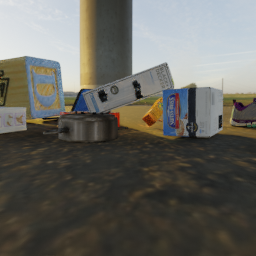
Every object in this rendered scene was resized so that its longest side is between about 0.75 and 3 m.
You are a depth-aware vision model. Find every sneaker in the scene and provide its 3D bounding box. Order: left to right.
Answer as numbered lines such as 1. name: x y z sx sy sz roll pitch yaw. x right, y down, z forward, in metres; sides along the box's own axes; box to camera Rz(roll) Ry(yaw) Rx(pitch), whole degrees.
1. sneaker: 5.183 -0.572 10.590 2.650 1.160 0.986 4 7 39

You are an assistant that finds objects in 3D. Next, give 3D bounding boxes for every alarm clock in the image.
1. alarm clock: -1.229 -0.039 7.541 1.630 0.804 2.416 4 10 35

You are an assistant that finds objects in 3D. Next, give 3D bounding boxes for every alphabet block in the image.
1. alphabet block: -5.132 -1.835 13.737 2.883 2.831 2.816 -2 5 21

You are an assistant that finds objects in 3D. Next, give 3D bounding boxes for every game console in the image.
1. game console: -2.849 -1.279 15.413 1.754 2.530 2.964 30 15 15

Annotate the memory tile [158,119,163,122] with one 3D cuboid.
1. memory tile: 1.789 -0.266 11.970 0.759 0.083 0.990 13 -3 -25

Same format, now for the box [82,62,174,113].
1. box: 0.104 -1.349 9.625 2.901 0.872 1.692 -19 9 12

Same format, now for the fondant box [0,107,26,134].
1. fondant box: -4.991 -0.225 8.671 2.124 0.857 2.944 2 7 23

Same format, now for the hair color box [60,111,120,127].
1. hair color box: -1.443 -0.322 10.709 2.015 0.644 1.118 -5 9 -36

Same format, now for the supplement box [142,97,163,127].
1. supplement box: 1.148 -0.680 11.404 0.489 0.473 1.421 -39 9 46

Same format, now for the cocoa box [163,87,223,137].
1. cocoa box: 2.049 -0.510 8.642 1.380 1.402 2.103 2 6 28
